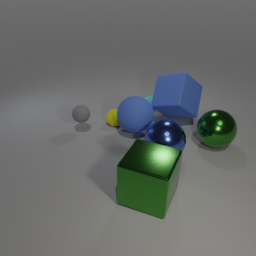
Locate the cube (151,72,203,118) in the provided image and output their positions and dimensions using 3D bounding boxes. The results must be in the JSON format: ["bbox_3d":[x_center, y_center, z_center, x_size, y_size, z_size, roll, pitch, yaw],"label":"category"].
[{"bbox_3d":[2.015,-1.300,11.501,1.400,1.400,1.400,1,-17,45],"label":"cube"}]

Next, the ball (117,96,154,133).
[{"bbox_3d":[0.277,-0.526,10.672,1.400,1.400,1.400,0,30,0],"label":"ball"}]

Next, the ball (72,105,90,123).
[{"bbox_3d":[-1.807,-0.548,10.796,0.700,0.700,0.700,0,30,0],"label":"ball"}]

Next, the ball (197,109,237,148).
[{"bbox_3d":[3.200,0.032,10.118,1.400,1.400,1.400,0,30,0],"label":"ball"}]

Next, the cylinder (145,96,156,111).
[{"bbox_3d":[0.807,-1.007,12.414,0.700,0.700,0.700,-13,32,-5],"label":"cylinder"}]

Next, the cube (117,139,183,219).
[{"bbox_3d":[0.601,1.358,7.798,1.400,1.400,1.400,14,33,19],"label":"cube"}]

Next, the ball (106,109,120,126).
[{"bbox_3d":[-0.543,-0.427,11.595,0.700,0.700,0.700,0,30,0],"label":"ball"}]

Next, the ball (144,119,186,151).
[{"bbox_3d":[1.255,0.399,9.480,1.400,1.400,1.400,0,30,0],"label":"ball"}]
